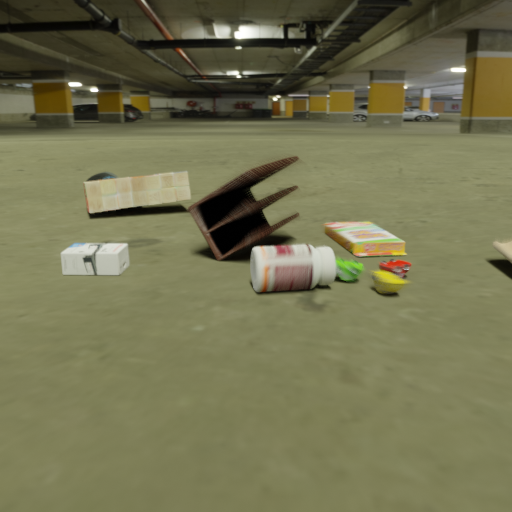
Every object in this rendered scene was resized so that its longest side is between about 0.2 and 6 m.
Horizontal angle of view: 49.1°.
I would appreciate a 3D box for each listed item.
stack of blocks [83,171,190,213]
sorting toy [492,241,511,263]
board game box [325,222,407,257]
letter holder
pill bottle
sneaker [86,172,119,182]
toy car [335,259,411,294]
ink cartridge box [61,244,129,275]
[{"bbox_3d":[-2.454,-1.323,11.453,2.013,0.590,1.159,-9,10,-16],"label":"stack of blocks"},{"bbox_3d":[4.167,0.093,6.534,1.917,0.382,2.594,-17,18,8],"label":"sorting toy"},{"bbox_3d":[1.693,-0.279,8.839,0.789,0.248,1.652,-2,18,-10],"label":"board game box"},{"bbox_3d":[0.086,-0.774,8.298,1.248,0.883,1.755,-29,1,31],"label":"letter holder"},{"bbox_3d":[0.430,0.139,6.634,0.932,0.532,0.532,-2,15,-10],"label":"pill bottle"},{"bbox_3d":[-3.375,-1.530,12.652,1.743,0.638,0.714,11,18,35],"label":"sneaker"},{"bbox_3d":[1.358,0.222,6.866,0.968,0.229,1.028,8,16,18],"label":"toy car"},{"bbox_3d":[-2.114,0.041,7.415,0.751,0.316,0.543,0,15,1],"label":"ink cartridge box"}]
